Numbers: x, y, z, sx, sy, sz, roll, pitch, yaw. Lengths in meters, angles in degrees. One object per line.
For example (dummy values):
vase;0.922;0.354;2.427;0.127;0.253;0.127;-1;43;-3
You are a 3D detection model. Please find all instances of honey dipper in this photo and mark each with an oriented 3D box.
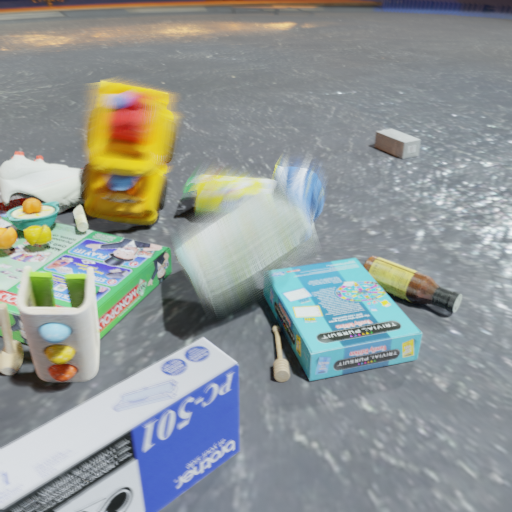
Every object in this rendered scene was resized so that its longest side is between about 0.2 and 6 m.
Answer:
honey dipper;0.326;1.315;7.819;0.214;0.214;1.127;-1;28;-1

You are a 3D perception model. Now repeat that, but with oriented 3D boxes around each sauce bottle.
sauce bottle;2.460;0.478;8.961;1.585;0.523;0.523;25;38;36

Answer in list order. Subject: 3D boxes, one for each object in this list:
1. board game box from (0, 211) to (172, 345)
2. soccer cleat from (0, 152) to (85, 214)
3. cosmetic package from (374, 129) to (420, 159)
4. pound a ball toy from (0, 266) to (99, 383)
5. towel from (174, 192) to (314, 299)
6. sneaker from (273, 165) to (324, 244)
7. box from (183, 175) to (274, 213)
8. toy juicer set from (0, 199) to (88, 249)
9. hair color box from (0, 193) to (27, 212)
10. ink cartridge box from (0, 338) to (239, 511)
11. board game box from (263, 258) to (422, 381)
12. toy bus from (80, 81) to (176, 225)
board game box;-3.713;0.277;9.238;3.841;0.559;2.584;12;33;20
soccer cleat;-3.873;-1.405;11.916;2.951;1.144;1.022;5;-7;-25
cosmetic package;3.766;-3.018;15.020;0.611;0.516;1.143;-15;30;-25
pound a ball toy;-2.646;1.014;6.927;1.302;1.996;0.848;2;51;-12
towel;-0.262;-0.214;8.334;1.859;0.523;2.172;-33;19;-7
sneaker;0.787;-0.953;9.522;0.866;0.779;2.106;2;36;-7
box;-0.441;-1.276;11.607;2.061;0.498;1.209;6;23;-2
toy juicer set;-3.737;-0.656;9.653;2.114;0.575;1.345;-19;28;-38
hair color box;-5.090;-1.209;12.059;0.989;0.316;0.548;-18;35;-25
ink cartridge box;-1.421;2.045;5.391;2.868;1.348;0.634;-25;39;-37
board game box;1.171;0.844;8.312;1.610;0.500;2.133;-8;31;-13
toy bus;-2.367;-1.968;10.374;1.673;2.466;2.367;8;-7;-11
